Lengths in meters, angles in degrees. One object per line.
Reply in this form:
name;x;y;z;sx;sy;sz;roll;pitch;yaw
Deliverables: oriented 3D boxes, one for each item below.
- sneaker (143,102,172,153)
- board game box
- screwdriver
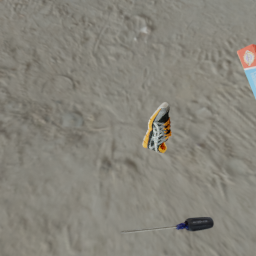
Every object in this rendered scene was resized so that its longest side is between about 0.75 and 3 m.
sneaker;0.682;0.012;5.718;0.493;1.278;0.500;30;50;18
board game box;2.787;-1.044;5.693;1.544;0.311;1.181;-15;84;-52
screwdriver;0.707;1.740;4.806;1.723;0.240;0.251;-5;79;-18
